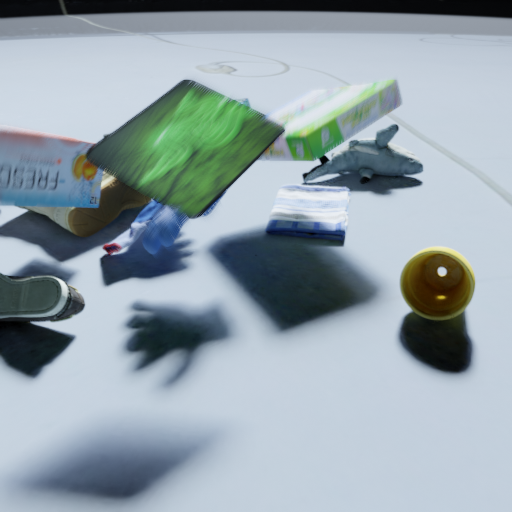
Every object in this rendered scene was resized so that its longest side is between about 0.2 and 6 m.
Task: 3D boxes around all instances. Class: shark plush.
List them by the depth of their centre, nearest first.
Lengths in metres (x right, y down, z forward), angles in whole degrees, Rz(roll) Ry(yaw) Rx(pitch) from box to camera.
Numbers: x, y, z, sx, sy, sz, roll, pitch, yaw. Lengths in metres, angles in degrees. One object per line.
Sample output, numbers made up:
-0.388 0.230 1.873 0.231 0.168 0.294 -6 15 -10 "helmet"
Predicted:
2.560 -2.279 13.519 2.885 1.311 1.202 -7 61 -21 "shark plush"

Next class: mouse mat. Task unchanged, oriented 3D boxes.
-0.933 -1.618 7.906 1.926 0.090 2.393 29 53 15 "mouse mat"

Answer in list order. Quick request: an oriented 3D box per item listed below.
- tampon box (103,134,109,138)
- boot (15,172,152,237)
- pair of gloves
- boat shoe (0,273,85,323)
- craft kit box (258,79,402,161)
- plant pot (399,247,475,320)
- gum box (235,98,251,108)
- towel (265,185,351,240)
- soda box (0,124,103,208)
-3.084 -2.412 13.724 1.063 0.895 1.418 -11 31 -19 "tampon box"
-3.569 -1.602 12.090 2.290 1.072 2.946 19 44 28 "boot"
-1.320 -0.952 10.052 2.833 0.401 3.524 -46 19 -28 "pair of gloves"
-3.641 0.672 8.570 2.183 0.657 0.778 3 73 24 "boat shoe"
1.093 -2.690 11.204 2.604 0.632 2.571 -35 24 -26 "craft kit box"
2.886 0.349 8.812 1.091 1.091 1.026 13 16 21 "plant pot"
-1.275 -3.794 15.867 1.634 0.429 1.924 4 40 33 "gum box"
1.144 -0.984 11.853 1.654 0.268 2.252 5 30 9 "towel"
-4.050 -1.467 8.939 1.147 1.234 3.607 15 9 24 "soda box"
